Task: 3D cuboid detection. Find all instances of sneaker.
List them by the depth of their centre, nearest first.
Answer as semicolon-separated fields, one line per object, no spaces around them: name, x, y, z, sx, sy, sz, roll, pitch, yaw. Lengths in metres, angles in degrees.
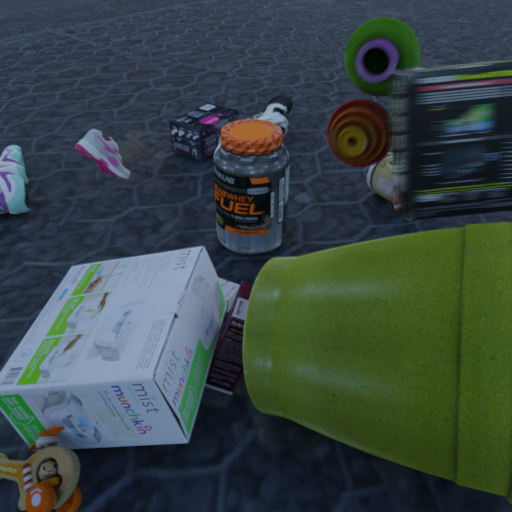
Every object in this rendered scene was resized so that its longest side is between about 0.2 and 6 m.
sneaker;-2.968;-2.042;11.294;0.555;1.364;0.602;21;76;33
sneaker;-6.560;-1.839;13.593;1.837;1.021;2.626;-11;37;-16
sneaker;0.583;-3.878;16.536;1.137;0.952;2.570;21;51;27

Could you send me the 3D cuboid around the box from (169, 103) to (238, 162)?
box;-1.451;-3.532;15.941;1.155;1.003;1.749;21;40;29

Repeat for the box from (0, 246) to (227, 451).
box;-2.017;1.289;8.466;2.523;1.383;2.860;-8;34;15

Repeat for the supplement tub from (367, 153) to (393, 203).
supplement tub;3.524;-1.762;13.466;1.062;1.062;1.471;-22;41;-27

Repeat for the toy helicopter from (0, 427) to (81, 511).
toy helicopter;-3.012;2.786;7.433;1.611;0.636;1.066;-3;69;24

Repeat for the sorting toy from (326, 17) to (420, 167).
sorting toy;2.478;-3.241;11.715;1.894;3.153;1.294;17;30;15

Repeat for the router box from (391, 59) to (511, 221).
router box;3.550;-1.810;8.510;2.905;2.177;0.902;-5;21;0

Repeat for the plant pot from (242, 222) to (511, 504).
plant pot;1.766;1.224;7.780;3.425;3.557;3.557;2;35;21

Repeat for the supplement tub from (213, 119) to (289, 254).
supplement tub;-0.096;-1.438;11.747;1.559;2.545;1.559;0;35;0

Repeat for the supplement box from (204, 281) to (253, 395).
supplement box;-0.306;1.295;8.727;0.495;1.627;0.885;19;38;-3

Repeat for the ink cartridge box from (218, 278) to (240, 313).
ink cartridge box;-0.725;0.713;10.691;0.740;0.312;0.535;18;40;23
